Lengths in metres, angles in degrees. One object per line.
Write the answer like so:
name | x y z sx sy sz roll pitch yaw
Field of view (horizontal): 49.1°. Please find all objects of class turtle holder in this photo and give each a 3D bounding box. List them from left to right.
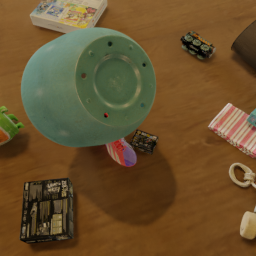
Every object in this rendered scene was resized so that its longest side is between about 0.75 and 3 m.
turtle holder | -4.072 -0.197 8.336 1.670 1.269 1.186 40 76 18

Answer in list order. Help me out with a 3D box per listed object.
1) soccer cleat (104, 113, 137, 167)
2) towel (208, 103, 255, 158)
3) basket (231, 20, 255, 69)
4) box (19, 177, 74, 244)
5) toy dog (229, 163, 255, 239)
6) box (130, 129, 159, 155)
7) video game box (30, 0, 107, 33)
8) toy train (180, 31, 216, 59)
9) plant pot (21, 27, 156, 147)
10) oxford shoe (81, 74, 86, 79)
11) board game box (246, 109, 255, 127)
soccer cleat | -0.424 0.287 8.340 0.661 0.758 1.983 -28 63 -15
towel | 3.568 0.020 8.788 1.709 0.256 1.251 37 65 19
basket | 5.017 -2.607 9.612 1.940 1.463 2.152 -41 68 25
box | -2.080 2.141 7.320 1.214 0.638 1.483 -6 60 -4
toy dog | 3.744 1.815 7.142 1.743 1.273 2.643 1 60 1
box | 0.495 0.425 8.596 0.755 0.186 0.603 19 60 11
video game box | -2.351 -4.817 11.443 2.424 0.567 2.208 18 59 10
toy train | 2.633 -3.111 10.473 1.364 0.581 0.777 38 57 20
plant pot | -0.690 -0.880 6.097 2.754 2.210 2.754 0 90 -30
oxford shoe | -1.630 -0.945 8.692 1.068 1.048 2.945 31 43 -33
board game box | 4.749 -0.400 8.806 1.288 0.400 1.706 41 59 21
